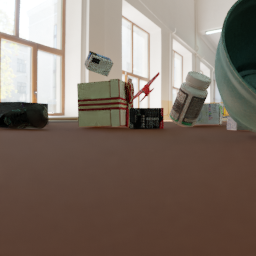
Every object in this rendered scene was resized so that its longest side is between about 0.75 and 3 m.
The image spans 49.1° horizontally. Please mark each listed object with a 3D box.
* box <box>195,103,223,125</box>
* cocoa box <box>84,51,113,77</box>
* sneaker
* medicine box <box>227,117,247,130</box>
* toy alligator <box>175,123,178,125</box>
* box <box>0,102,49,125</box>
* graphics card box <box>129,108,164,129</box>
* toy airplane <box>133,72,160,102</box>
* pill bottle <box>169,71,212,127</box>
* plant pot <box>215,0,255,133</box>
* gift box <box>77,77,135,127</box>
[{"bbox_3d":[3.730,-0.646,14.275,1.976,1.083,2.240,-1,0,22],"label":"box"},{"bbox_3d":[-1.132,-2.475,10.788,0.908,0.606,0.596,14,27,-28],"label":"cocoa box"},{"bbox_3d":[-3.600,-0.275,9.581,2.294,0.865,0.909,-8,9,39],"label":"sneaker"},{"bbox_3d":[3.539,-0.140,8.580,0.754,0.426,0.828,0,2,0],"label":"medicine box"},{"bbox_3d":[2.839,-0.382,15.398,0.272,0.297,1.003,-37,-2,43],"label":"toy alligator"},{"bbox_3d":[-5.152,-0.704,14.059,1.341,1.164,2.194,1,2,19],"label":"box"},{"bbox_3d":[0.631,-0.335,9.664,1.178,0.739,0.300,-1,6,-5],"label":"graphics card box"},{"bbox_3d":[0.767,-1.594,11.628,0.326,1.775,1.775,44,-6,-10],"label":"toy airplane"},{"bbox_3d":[2.694,-1.235,12.101,1.241,2.194,1.241,14,30,-8],"label":"pill bottle"},{"bbox_3d":[3.024,-1.010,5.584,2.899,2.899,1.942,0,-24,0],"label":"plant pot"},{"bbox_3d":[-0.668,-0.990,11.155,2.002,1.978,2.144,-1,6,19],"label":"gift box"}]
